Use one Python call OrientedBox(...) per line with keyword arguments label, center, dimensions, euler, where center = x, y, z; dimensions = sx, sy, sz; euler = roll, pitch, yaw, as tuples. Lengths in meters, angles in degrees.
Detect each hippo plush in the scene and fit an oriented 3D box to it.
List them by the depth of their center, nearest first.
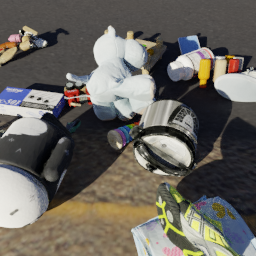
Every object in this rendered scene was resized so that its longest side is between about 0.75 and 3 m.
OrientedBox(label="hippo plush", center=(-0.484, -1.695, 8.965), dimensions=(2.876, 2.291, 2.313), euler=(6, 63, -14))

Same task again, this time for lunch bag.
OrientedBox(label="lunch bag", center=(1.415, 2.665, 5.250), dimensions=(2.058, 1.543, 2.426), euler=(-17, 55, -15))

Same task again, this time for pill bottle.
OrientedBox(label="pill bottle", center=(2.494, -2.488, 11.186), dimensions=(1.782, 0.993, 0.993), euler=(-24, 48, -23))

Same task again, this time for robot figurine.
OrientedBox(label="robot figurine", center=(-2.442, 0.955, 6.900), dimensions=(1.838, 2.213, 2.945), euler=(20, 43, -3))

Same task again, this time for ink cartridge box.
OrientedBox(label="ink cartridge box", center=(-3.436, -0.860, 9.801), dimensions=(2.203, 0.487, 1.036), euler=(8, 42, 9))

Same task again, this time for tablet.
OrientedBox(label="tablet", center=(2.829, -3.637, 12.759), dimensions=(0.909, 0.095, 1.397), euler=(-7, 62, 1))

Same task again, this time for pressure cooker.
OrientedBox(label="pressure cooker", center=(1.041, 0.370, 7.612), dimensions=(1.710, 1.737, 1.944), euler=(1, 40, 20))

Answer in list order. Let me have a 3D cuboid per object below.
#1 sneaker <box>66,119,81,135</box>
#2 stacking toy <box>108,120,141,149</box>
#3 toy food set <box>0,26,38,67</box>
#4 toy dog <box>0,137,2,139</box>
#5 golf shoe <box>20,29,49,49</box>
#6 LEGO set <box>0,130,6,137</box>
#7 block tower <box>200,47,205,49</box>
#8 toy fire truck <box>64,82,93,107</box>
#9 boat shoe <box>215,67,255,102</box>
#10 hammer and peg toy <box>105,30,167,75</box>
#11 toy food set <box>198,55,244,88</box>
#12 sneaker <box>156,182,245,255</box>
OrientedBox(label="sneaker", center=(-1.716, -0.085, 8.443), dimensions=(0.307, 0.824, 0.361), euler=(-21, 71, -46))
OrientedBox(label="stacking toy", center=(0.078, 0.115, 8.747), dimensions=(1.445, 0.617, 0.617), euler=(-27, 49, -35))
OrientedBox(label="toy food set", center=(-5.234, -3.700, 12.801), dimensions=(1.497, 0.371, 2.355), euler=(34, 69, 30))
OrientedBox(label="toy dog", center=(-4.397, 0.406, 8.122), dimensions=(1.865, 0.898, 1.230), euler=(0, 43, 0))
OrientedBox(label="golf shoe", center=(-4.531, -4.248, 13.306), dimensions=(1.558, 0.736, 0.606), euler=(15, 44, 13))
OrientedBox(label="LEGO set", center=(-3.890, 0.131, 8.871), dimensions=(0.670, 0.292, 1.032), euler=(20, 46, 21))
OrientedBox(label="block tower", center=(3.149, -3.585, 12.940), dimensions=(0.891, 0.258, 0.241), euler=(5, 43, 8))
OrientedBox(label="toy fire truck", center=(-1.624, -1.073, 9.891), dimensions=(1.155, 0.844, 1.313), euler=(-8, 54, -9))
OrientedBox(label="boat shoe", center=(4.580, -1.710, 10.307), dimensions=(2.877, 1.063, 1.227), euler=(4, 43, 2))
OrientedBox(label="hammer and peg toy", center=(0.018, -3.310, 12.109), dimensions=(2.806, 0.989, 2.064), euler=(18, 47, 19))
OrientedBox(label="toy food set", center=(3.799, -2.249, 11.195), dimensions=(1.149, 1.083, 2.407), euler=(18, 26, 37))
OrientedBox(label="sneaker", center=(1.144, 1.733, 4.796), dimensions=(0.751, 0.741, 1.965), euler=(-15, 48, -23))
